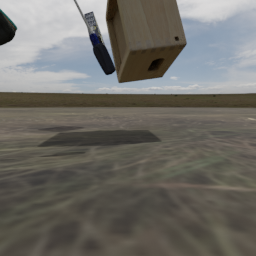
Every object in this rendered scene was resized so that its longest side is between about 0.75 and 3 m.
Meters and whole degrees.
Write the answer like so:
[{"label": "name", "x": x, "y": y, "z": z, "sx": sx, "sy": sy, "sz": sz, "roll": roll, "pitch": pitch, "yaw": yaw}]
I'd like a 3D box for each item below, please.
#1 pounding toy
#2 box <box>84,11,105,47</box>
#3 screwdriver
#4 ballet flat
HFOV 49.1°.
[{"label": "pounding toy", "x": 0.531, "y": -2.867, "z": 7.986, "sx": 2.003, "sy": 2.594, "sz": 2.818, "roll": -10, "pitch": -9, "yaw": -10}, {"label": "box", "x": -1.049, "y": -3.031, "z": 9.652, "sx": 0.391, "sy": 1.592, "sz": 1.283, "roll": -17, "pitch": -38, "yaw": 1}, {"label": "screwdriver", "x": -0.707, "y": -1.753, "z": 4.829, "sx": 0.255, "sy": 1.828, "sz": 0.266, "roll": -25, "pitch": 7, "yaw": 24}, {"label": "ballet flat", "x": -2.767, "y": -2.236, "z": 4.569, "sx": 0.735, "sy": 2.150, "sz": 0.731, "roll": -49, "pitch": 36, "yaw": -18}]
